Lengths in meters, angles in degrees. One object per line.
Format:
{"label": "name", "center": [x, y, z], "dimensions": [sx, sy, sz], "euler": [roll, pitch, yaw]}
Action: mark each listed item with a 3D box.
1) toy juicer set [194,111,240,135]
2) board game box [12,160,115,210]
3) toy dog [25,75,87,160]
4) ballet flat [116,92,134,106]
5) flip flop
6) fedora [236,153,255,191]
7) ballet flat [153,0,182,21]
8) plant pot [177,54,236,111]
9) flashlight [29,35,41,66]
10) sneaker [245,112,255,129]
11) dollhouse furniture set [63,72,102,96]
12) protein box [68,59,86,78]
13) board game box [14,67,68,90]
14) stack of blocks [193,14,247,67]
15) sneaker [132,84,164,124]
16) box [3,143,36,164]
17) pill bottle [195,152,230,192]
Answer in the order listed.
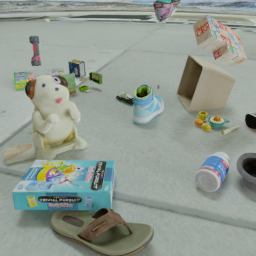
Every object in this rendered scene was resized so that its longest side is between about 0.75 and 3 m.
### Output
{"label": "toy juicer set", "center": [3.329, -0.205, 10.678], "dimensions": [1.638, 0.446, 1.042], "euler": [20, 35, 30]}
{"label": "board game box", "center": [-1.531, 1.430, 7.352], "dimensions": [2.301, 0.540, 1.737], "euler": [0, 19, 0]}
{"label": "toy dog", "center": [-2.438, -0.544, 9.242], "dimensions": [1.698, 2.433, 2.359], "euler": [-14, 32, -24]}
{"label": "ballet flat", "center": [-0.119, -1.409, 12.863], "dimensions": [0.406, 0.408, 1.193], "euler": [-24, 37, -36]}
{"label": "flip flop", "center": [-0.651, 2.115, 6.189], "dimensions": [2.459, 0.708, 0.997], "euler": [9, 25, 24]}
{"label": "fedora", "center": [3.607, 1.309, 7.812], "dimensions": [1.179, 0.602, 1.334], "euler": [6, 30, 11]}
{"label": "ballet flat", "center": [1.453, -4.512, 10.500], "dimensions": [0.817, 0.841, 2.364], "euler": [16, 37, 14]}
{"label": "plant pot", "center": [3.471, -1.894, 12.377], "dimensions": [1.764, 1.990, 1.992], "euler": [7, 28, -12]}
{"label": "flashlight", "center": [-2.955, -2.432, 8.847], "dimensions": [0.312, 0.919, 0.311], "euler": [-7, 3, 27]}
{"label": "sneaker", "center": [5.300, -0.105, 10.213], "dimensions": [0.941, 0.709, 2.013], "euler": [-17, 30, -17]}
{"label": "dollhouse furniture set", "center": [-2.241, -2.175, 13.639], "dimensions": [0.777, 1.005, 2.011], "euler": [25, 37, 36]}
{"label": "protein box", "center": [-2.915, -3.407, 16.009], "dimensions": [0.805, 0.811, 0.547], "euler": [19, 35, 31]}
{"label": "board game box", "center": [-4.702, -2.711, 15.201], "dimensions": [2.745, 0.400, 1.847], "euler": [-11, 30, -19]}
{"label": "stack of blocks", "center": [3.105, -2.868, 9.411], "dimensions": [1.952, 1.124, 0.572], "euler": [8, -25, -39]}
{"label": "sneaker", "center": [0.915, -1.224, 11.464], "dimensions": [0.885, 1.453, 2.226], "euler": [13, 31, 23]}
{"label": "box", "center": [-3.470, 0.806, 8.961], "dimensions": [0.905, 0.352, 0.430], "euler": [-14, 32, -22]}
{"label": "pill bottle", "center": [2.447, 1.179, 7.937], "dimensions": [0.705, 0.705, 1.256], "euler": [18, 35, 29]}
